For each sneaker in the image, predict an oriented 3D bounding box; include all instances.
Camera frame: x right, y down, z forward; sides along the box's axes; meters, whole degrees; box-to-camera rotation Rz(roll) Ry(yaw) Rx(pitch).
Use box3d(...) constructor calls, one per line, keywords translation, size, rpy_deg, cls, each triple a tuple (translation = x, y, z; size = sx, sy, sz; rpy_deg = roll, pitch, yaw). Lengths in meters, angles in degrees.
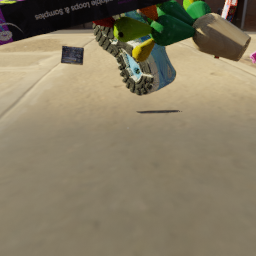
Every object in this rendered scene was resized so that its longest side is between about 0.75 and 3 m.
box3d(translation=(0.142, -1.805, 5.794), size=(1.144, 2.544, 0.997), rpy_deg=(-14, -18, -39), cls="sneaker")

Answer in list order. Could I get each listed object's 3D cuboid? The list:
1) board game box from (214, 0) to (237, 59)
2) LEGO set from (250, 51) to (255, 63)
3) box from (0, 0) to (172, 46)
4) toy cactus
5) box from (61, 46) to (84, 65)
box3d(translation=(3.404, -3.726, 9.800), size=(0.242, 2.485, 1.279), rpy_deg=(11, 66, 10), cls="board game box")
box3d(translation=(3.460, -1.181, 5.843), size=(1.219, 1.133, 2.970), rpy_deg=(-32, 10, 13), cls="LEGO set")
box3d(translation=(-0.667, -1.598, 3.501), size=(2.304, 0.416, 1.647), rpy_deg=(-17, 30, -9), cls="box")
box3d(translation=(0.946, -1.810, 5.113), size=(2.390, 1.481, 2.896), rpy_deg=(34, 34, 20), cls="toy cactus")
box3d(translation=(-1.961, -2.567, 9.910), size=(0.778, 0.616, 0.188), rpy_deg=(3, -11, -8), cls="box")
